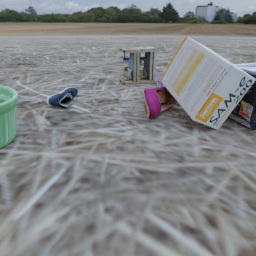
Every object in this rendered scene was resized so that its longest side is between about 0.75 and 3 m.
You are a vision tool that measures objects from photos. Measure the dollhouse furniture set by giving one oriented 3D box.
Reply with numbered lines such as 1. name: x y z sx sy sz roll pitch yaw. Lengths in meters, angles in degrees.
1. dollhouse furniture set: 0.199 -2.819 12.171 1.428 1.436 2.038 -7 24 -17

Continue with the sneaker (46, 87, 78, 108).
1. sneaker: -1.830 -0.968 8.742 0.849 0.446 1.174 5 29 41

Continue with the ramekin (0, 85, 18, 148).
1. ramekin: -3.431 -0.206 6.018 2.088 1.020 2.088 3 23 -1

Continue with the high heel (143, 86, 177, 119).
1. high heel: 1.052 -0.832 7.939 1.138 0.798 2.368 -8 17 9

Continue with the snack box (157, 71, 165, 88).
1. snack box: 2.323 -1.598 10.140 1.773 0.660 2.493 -6 23 -16

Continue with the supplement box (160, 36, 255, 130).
1. supplement box: 1.927 -1.262 7.359 0.878 1.504 2.387 19 26 -26

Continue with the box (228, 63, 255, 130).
1. box: 3.953 -1.006 7.584 2.496 1.432 1.649 -6 23 -15
